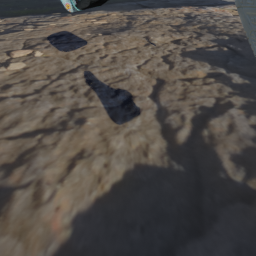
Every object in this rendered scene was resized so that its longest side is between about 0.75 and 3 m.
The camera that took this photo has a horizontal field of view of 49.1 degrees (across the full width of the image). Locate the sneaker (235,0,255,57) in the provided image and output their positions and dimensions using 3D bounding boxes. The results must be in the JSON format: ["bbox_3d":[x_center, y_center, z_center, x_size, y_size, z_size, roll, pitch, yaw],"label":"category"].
[{"bbox_3d":[1.514,-0.887,2.001,1.114,2.003,0.769,-16,-5,5],"label":"sneaker"}]

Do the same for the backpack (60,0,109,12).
[{"bbox_3d":[-1.352,-4.217,7.765,1.353,1.765,1.551,-15,21,36],"label":"backpack"}]
